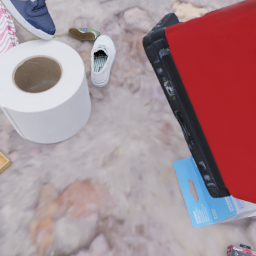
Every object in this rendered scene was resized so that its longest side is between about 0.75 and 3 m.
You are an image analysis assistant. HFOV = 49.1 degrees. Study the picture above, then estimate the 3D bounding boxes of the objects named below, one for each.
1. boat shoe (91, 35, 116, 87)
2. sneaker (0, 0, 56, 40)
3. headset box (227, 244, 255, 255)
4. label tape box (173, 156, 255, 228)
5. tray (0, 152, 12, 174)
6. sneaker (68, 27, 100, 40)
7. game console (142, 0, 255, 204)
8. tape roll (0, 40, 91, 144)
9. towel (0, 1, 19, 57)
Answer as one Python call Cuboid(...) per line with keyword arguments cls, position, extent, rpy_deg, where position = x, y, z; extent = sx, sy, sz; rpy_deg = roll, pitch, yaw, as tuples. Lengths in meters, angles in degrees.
Cuboid(cls="boat shoe", position=(-0.702, -2.067, 7.982), extent=(0.685, 0.622, 1.864), rpy_deg=(-1, 61, -1))
Cuboid(cls="sneaker", position=(-2.121, -3.253, 5.886), extent=(1.429, 2.634, 0.923), rpy_deg=(-24, 30, 24))
Cuboid(cls="headset box", position=(2.265, 2.724, 5.446), extent=(0.646, 0.326, 0.869), rpy_deg=(13, 61, 7))
Cuboid(cls="label tape box", position=(2.323, 1.104, 6.141), extent=(2.254, 0.713, 1.625), rpy_deg=(-11, 61, -6))
Cuboid(cls="tray", position=(-3.347, 1.027, 6.478), extent=(0.569, 0.214, 1.154), rpy_deg=(37, 68, 19))
Cuboid(cls="sneaker", position=(-1.313, -2.929, 8.676), extent=(1.013, 0.340, 0.455), rpy_deg=(17, 34, 24))
Cuboid(cls="game console", position=(1.543, -0.391, 3.989), extent=(1.651, 2.781, 2.397), rpy_deg=(-15, 25, 27))
Cuboid(cls="tape roll", position=(-2.019, -0.867, 6.821), extent=(2.130, 1.463, 2.130), rpy_deg=(0, 61, 0))
Cuboid(cls="towel", position=(-4.152, -2.433, 7.908), extent=(2.069, 0.423, 2.828), rpy_deg=(-30, 61, 9))
